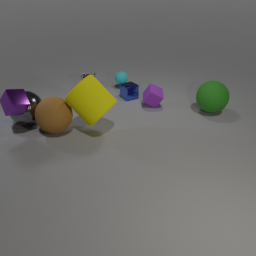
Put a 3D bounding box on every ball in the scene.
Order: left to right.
[{"bbox_3d":[-4.119,-0.799,11.334,1.400,1.400,1.400,0,29,0],"label":"ball"},{"bbox_3d":[-2.815,-0.502,10.673,1.400,1.400,1.400,0,29,0],"label":"ball"},{"bbox_3d":[-0.346,-2.649,14.919,0.700,0.700,0.700,0,29,0],"label":"ball"},{"bbox_3d":[3.692,-1.368,12.231,1.400,1.400,1.400,0,29,0],"label":"ball"}]

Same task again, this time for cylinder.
[{"bbox_3d":[-1.370,-1.009,10.400,1.400,1.400,1.400,46,36,-6],"label":"cylinder"}]

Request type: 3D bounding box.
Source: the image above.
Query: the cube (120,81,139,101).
[{"bbox_3d":[0.062,-1.829,13.873,0.700,0.700,0.700,-17,33,-27],"label":"cube"}]

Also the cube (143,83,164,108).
[{"bbox_3d":[1.150,-1.489,12.869,0.700,0.700,0.700,22,43,-20],"label":"cube"}]

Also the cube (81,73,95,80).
[{"bbox_3d":[-2.091,-2.503,14.837,0.700,0.700,0.700,-5,1,-9],"label":"cube"}]

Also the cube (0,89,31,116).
[{"bbox_3d":[-4.081,-0.926,10.101,0.700,0.700,0.700,-11,68,-49],"label":"cube"}]
